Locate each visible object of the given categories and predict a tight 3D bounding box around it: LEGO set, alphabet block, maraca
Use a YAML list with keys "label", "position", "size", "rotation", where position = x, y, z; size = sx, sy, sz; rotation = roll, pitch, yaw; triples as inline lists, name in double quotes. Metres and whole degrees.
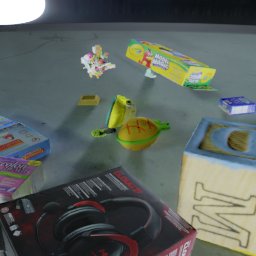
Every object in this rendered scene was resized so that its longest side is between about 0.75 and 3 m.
- label: "LEGO set"
  position: [-0.940, -2.481, 10.237]
  size: [0.827, 1.022, 2.223]
  rotation: [-20, 23, 18]
- label: "alphabet block"
  position: [2.094, 1.061, 5.597]
  size: [1.837, 1.871, 1.827]
  rotation: [12, 28, 23]
- label: "maraca"
  position: [0.476, 0.104, 8.612]
  size: [1.787, 0.956, 1.225]
  rotation: [-24, 30, -32]

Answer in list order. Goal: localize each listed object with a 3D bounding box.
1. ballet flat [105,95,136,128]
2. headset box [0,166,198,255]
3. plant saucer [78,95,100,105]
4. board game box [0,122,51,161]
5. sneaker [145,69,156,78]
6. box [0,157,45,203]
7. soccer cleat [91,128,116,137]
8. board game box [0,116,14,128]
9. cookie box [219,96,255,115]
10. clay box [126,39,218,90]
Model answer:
- label: "ballet flat"
  position: [-0.175, -0.635, 10.046]
  size: [0.964, 0.961, 2.877]
  rotation: [14, 16, -3]
- label: "headset box"
  position: [-0.428, 1.799, 4.608]
  size: [2.802, 1.051, 2.082]
  rotation: [-11, 32, -37]
- label: "plant saucer"
  position: [-1.716, -1.259, 12.318]
  size: [0.877, 0.212, 0.877]
  rotation: [0, 26, 0]
- label: "board game box"
  position: [-3.533, 0.550, 8.230]
  size: [1.749, 0.499, 1.786]
  rotation: [23, 34, 38]
- label: "sneaker"
  position: [1.282, -3.142, 15.926]
  size: [0.783, 0.462, 0.288]
  rotation: [23, 33, 37]
- label: "box"
  position: [-2.788, 1.312, 6.492]
  size: [1.158, 0.636, 1.316]
  rotation: [5, 26, 11]
- label: "soccer cleat"
  position: [-0.817, 0.147, 9.438]
  size: [0.833, 0.269, 0.348]
  rotation: [-10, 0, -12]
- label: "board game box"
  position: [-5.330, 0.151, 9.101]
  size: [1.897, 0.459, 2.508]
  rotation: [17, 30, 32]
- label: "cookie box"
  position: [4.414, -0.918, 11.368]
  size: [1.096, 0.412, 0.937]
  rotation: [-6, 26, -11]
- label: "clay box"
  position: [1.434, -1.960, 8.660]
  size: [2.744, 0.653, 1.576]
  rotation: [35, 28, 33]
